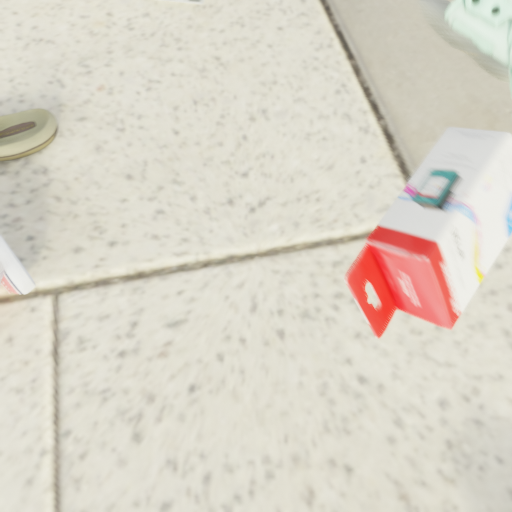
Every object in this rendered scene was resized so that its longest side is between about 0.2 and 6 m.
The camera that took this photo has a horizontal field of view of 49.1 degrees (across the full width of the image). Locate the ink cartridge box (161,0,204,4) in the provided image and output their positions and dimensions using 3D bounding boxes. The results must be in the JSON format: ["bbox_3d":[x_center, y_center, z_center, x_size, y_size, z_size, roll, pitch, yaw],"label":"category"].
[{"bbox_3d":[-1.717,-6.327,13.103,1.180,0.257,1.024,8,58,5],"label":"ink cartridge box"}]

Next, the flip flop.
[{"bbox_3d":[-5.141,-2.027,9.821,3.214,0.925,1.303,-22,59,-14],"label":"flip flop"}]

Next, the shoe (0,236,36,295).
[{"bbox_3d":[-4.483,-0.005,8.528,1.187,0.932,2.610,-39,59,-21],"label":"shoe"}]

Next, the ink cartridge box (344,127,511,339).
[{"bbox_3d":[1.448,-0.112,4.414,0.546,0.943,1.623,21,65,43],"label":"ink cartridge box"}]

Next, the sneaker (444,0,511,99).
[{"bbox_3d":[3.002,-2.079,6.540,1.910,1.192,3.239,23,104,22],"label":"sneaker"}]

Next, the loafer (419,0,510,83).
[{"bbox_3d":[3.309,-3.409,8.451,1.928,0.674,0.673,45,104,14],"label":"loafer"}]

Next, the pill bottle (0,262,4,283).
[{"bbox_3d":[-3.265,0.512,6.214,0.639,0.639,1.138,-2,47,-1],"label":"pill bottle"}]
